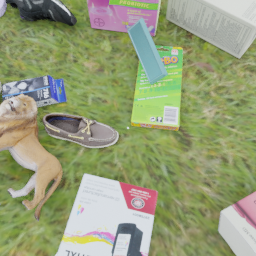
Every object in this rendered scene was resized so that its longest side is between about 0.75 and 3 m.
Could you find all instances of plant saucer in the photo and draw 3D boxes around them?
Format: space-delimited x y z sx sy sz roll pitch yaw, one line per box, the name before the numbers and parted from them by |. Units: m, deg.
plant saucer | 0.505 -2.170 7.939 0.171 0.632 1.807 -13 79 -50

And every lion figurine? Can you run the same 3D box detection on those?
lion figurine | -2.476 0.645 7.039 1.792 1.060 2.926 -38 94 -33

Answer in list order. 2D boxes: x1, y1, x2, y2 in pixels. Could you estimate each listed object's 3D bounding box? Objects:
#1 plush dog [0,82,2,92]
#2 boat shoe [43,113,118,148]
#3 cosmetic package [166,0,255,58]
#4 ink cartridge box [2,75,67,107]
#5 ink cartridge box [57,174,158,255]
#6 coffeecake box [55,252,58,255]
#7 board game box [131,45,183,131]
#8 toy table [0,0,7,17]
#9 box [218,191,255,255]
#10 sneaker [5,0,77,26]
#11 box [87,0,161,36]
plush dog | -4.484 -0.751 7.651 1.664 1.335 1.429 14 61 -40
boat shoe | -1.278 0.027 7.546 2.044 0.608 0.734 11 65 5
cosmetic package | 2.705 -3.604 8.797 2.873 1.487 1.050 36 72 15
ink cartridge box | -2.745 -1.032 8.213 1.767 0.346 0.879 -13 65 -7
ink cartridge box | -0.440 2.423 5.927 1.763 1.002 2.419 13 55 2
coffeecake box | -1.256 3.121 6.227 0.889 0.325 0.682 29 68 13
board game box | 0.907 -1.290 8.302 1.327 0.416 2.777 6 67 4
toy table | -5.629 -4.830 9.304 2.820 1.652 2.593 13 65 5
box | 3.129 2.087 6.154 1.871 1.019 1.196 -25 45 -12
sneaker | -2.942 -3.938 9.426 2.658 1.007 1.164 36 92 13
box | -0.070 -4.252 8.532 2.215 2.518 1.217 9 64 4
